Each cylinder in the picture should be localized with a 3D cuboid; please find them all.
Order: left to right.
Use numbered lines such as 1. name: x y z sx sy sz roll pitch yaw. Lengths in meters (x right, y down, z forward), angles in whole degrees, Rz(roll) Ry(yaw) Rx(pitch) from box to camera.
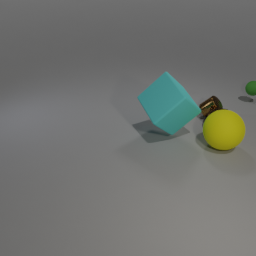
1. cylinder: 3.487 -0.893 11.785 0.700 0.700 0.700 26 46 -30

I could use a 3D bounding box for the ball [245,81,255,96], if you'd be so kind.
1. ball: 5.910 -1.875 13.211 0.700 0.700 0.700 0 29 0

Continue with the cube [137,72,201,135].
1. cube: 1.467 -0.844 9.994 1.400 1.400 1.400 27 29 -50

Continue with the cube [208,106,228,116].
1. cube: 3.548 -0.352 11.177 0.700 0.700 0.700 13 35 18

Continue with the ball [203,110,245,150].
1. ball: 3.317 0.064 9.716 1.400 1.400 1.400 0 29 0
